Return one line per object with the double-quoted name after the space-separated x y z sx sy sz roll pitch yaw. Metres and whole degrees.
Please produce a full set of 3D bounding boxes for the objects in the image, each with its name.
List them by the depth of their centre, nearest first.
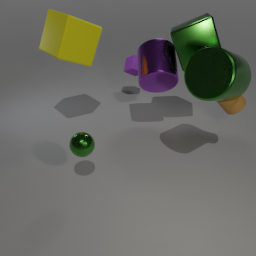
2.493 -1.446 7.751 1.400 1.400 1.400 25 19 35 "cylinder"
-1.276 0.461 7.796 0.700 0.700 0.700 0 31 0 "ball"
3.210 -0.892 8.784 0.700 0.700 0.700 -39 23 20 "cylinder"
-2.000 -3.106 9.724 1.400 1.400 1.400 3 23 -46 "cube"
2.371 -3.001 9.770 1.400 1.400 1.400 -17 22 18 "cube"
1.055 -2.207 10.056 1.400 1.400 1.400 -1 67 -1 "cylinder"
0.319 -2.903 13.035 0.700 0.700 0.700 16 -11 -32 "cube"
